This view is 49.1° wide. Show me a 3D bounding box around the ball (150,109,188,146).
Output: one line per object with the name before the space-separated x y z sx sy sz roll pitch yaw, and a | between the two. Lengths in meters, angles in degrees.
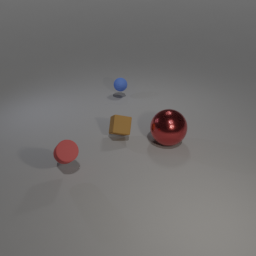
ball | 1.541 -0.019 10.613 1.400 1.400 1.400 0 30 0

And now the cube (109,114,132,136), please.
cube | -0.311 -0.101 10.983 0.700 0.700 0.700 8 -7 -16

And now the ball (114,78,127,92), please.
ball | -0.385 -2.213 14.287 0.700 0.700 0.700 0 30 0

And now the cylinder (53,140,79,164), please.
cylinder | -1.977 0.768 8.894 0.700 0.700 0.700 -15 -7 -23
